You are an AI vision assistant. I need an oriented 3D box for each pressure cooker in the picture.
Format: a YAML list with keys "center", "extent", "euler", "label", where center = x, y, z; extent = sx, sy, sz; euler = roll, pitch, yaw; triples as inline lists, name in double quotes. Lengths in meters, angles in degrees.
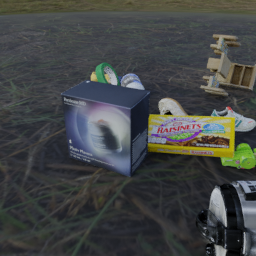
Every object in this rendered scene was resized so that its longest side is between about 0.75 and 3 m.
- center: [2.391, 2.000, 5.589]
  extent: [2.005, 1.764, 1.791]
  euler: [1, 44, 6]
  label: "pressure cooker"

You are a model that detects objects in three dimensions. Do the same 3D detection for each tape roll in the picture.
- center: [-0.998, -2.478, 13.973]
  extent: [0.370, 1.541, 1.541]
  euler: [-20, 20, 27]
  label: "tape roll"

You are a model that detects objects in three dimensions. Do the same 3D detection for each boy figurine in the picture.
- center: [-1.088, -2.770, 15.463]
  extent: [1.895, 0.611, 1.178]
  euler: [6, 32, 6]
  label: "boy figurine"

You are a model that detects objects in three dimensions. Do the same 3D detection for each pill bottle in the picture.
- center: [0.242, -1.851, 13.347]
  extent: [0.981, 0.981, 1.724]
  euler: [-4, 31, -8]
  label: "pill bottle"

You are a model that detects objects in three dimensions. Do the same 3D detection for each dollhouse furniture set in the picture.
- center: [5.079, -2.817, 13.662]
  extent: [1.910, 2.520, 2.875]
  euler: [16, 6, 29]
  label: "dollhouse furniture set"

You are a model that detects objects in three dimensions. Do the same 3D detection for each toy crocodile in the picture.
- center: [4.071, 0.899, 8.654]
  extent: [2.311, 0.714, 0.780]
  euler: [-10, 28, 8]
  label: "toy crocodile"

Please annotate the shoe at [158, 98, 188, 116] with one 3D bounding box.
- center: [1.756, -0.487, 10.991]
  extent: [0.676, 0.886, 2.533]
  euler: [-6, 31, -22]
  label: "shoe"

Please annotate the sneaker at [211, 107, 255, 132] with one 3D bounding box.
- center: [4.080, -0.364, 10.809]
  extent: [1.799, 0.841, 0.633]
  euler: [1, 28, 3]
  label: "sneaker"

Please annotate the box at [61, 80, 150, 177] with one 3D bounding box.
- center: [-0.658, -0.055, 8.703]
  extent: [2.340, 2.321, 1.442]
  euler: [13, 31, 24]
  label: "box"

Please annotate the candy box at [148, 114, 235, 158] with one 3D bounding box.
- center: [2.009, 0.207, 9.406]
  extent: [2.955, 0.390, 1.510]
  euler: [2, 46, 20]
  label: "candy box"
